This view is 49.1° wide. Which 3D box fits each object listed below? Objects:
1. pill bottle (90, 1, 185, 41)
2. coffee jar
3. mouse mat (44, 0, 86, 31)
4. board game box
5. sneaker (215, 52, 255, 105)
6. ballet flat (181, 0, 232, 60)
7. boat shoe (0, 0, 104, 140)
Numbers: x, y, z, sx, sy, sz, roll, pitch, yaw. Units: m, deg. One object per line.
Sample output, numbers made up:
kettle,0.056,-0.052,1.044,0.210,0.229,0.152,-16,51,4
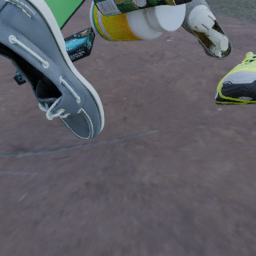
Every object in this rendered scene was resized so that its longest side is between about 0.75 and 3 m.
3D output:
pill bottle,0.195,-2.829,6.885,1.319,1.319,2.340,-28,29,-32
coffee jar,0.342,-2.797,5.318,2.007,0.856,1.046,3,65,27
mouse mat,-2.142,-4.424,8.466,2.251,2.798,0.105,46,11,9
board game box,-1.843,-1.877,7.201,2.037,0.287,1.378,-19,35,14
sneaker,1.984,-0.816,4.563,0.887,0.899,2.354,4,7,29
ballet flat,2.006,-2.571,7.108,2.448,0.825,0.780,30,12,-43
boat shoe,-1.086,-0.540,3.860,0.925,2.540,0.785,8,54,25
